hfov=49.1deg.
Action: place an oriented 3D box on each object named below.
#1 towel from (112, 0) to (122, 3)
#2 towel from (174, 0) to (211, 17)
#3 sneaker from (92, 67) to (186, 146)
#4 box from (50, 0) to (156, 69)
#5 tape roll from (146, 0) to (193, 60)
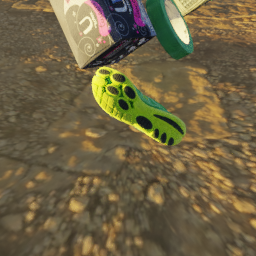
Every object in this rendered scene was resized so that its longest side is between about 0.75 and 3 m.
[{"bbox_3d":[0.027,-3.301,5.337,1.115,1.518,0.181,-15,33,0],"label":"towel"},{"bbox_3d":[1.457,-4.976,8.838,0.498,2.886,2.778,-49,16,-13],"label":"towel"},{"bbox_3d":[0.129,-0.298,4.483,1.698,0.629,0.710,38,3,-4],"label":"sneaker"},{"bbox_3d":[-0.718,-2.893,6.659,1.618,2.449,1.405,-23,2,44],"label":"box"},{"bbox_3d":[1.182,-2.819,7.716,0.445,1.853,1.853,-22,27,32],"label":"tape roll"}]
